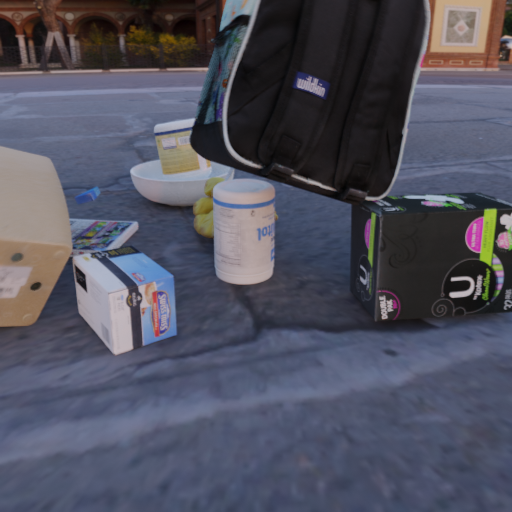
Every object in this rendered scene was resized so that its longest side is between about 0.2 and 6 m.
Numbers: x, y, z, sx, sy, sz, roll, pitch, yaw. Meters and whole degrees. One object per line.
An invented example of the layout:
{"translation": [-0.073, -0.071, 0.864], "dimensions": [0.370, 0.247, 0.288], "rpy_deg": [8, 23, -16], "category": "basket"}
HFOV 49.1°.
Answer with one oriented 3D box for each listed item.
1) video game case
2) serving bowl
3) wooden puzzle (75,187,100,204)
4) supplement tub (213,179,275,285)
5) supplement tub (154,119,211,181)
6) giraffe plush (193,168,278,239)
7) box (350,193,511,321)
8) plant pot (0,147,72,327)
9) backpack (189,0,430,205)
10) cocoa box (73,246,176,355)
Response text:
{"translation": [-3.069, -0.328, 10.076], "dimensions": [1.450, 0.183, 1.592], "rpy_deg": [3, 21, 7], "category": "video game case"}
{"translation": [-1.597, -1.586, 12.380], "dimensions": [2.256, 0.742, 2.256], "rpy_deg": [-1, 22, 0], "category": "serving bowl"}
{"translation": [-3.942, -0.408, 9.369], "dimensions": [2.809, 0.328, 1.895], "rpy_deg": [-24, 17, -7], "category": "wooden puzzle"}
{"translation": [-0.185, -0.389, 8.565], "dimensions": [0.943, 1.429, 0.943], "rpy_deg": [-1, 23, 0], "category": "supplement tub"}
{"translation": [-1.579, -2.193, 12.306], "dimensions": [1.091, 1.511, 1.091], "rpy_deg": [-8, 15, 2], "category": "supplement tub"}
{"translation": [-0.307, -0.851, 10.200], "dimensions": [1.179, 1.453, 1.254], "rpy_deg": [22, 37, -31], "category": "giraffe plush"}
{"translation": [2.362, -0.034, 7.555], "dimensions": [1.953, 1.450, 1.214], "rpy_deg": [-2, 16, -6], "category": "box"}
{"translation": [-3.481, -0.153, 7.041], "dimensions": [1.965, 1.967, 1.742], "rpy_deg": [8, 32, -52], "category": "plant pot"}
{"translation": [0.719, -2.453, 7.316], "dimensions": [2.748, 3.096, 2.331], "rpy_deg": [12, 9, -27], "category": "backpack"}
{"translation": [-1.675, 0.503, 7.112], "dimensions": [0.849, 0.863, 1.294], "rpy_deg": [-14, 26, -32], "category": "cocoa box"}
